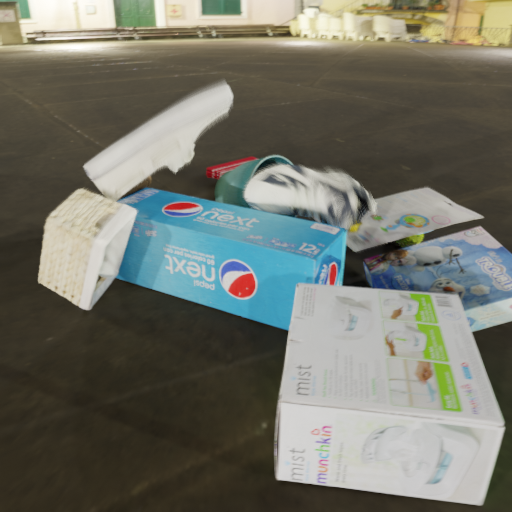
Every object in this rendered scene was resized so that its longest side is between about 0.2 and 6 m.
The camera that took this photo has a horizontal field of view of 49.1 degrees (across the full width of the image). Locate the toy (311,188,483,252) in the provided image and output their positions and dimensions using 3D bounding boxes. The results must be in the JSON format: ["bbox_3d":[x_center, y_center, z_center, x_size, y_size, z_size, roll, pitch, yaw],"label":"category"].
[{"bbox_3d":[2.689,-0.566,11.005,2.937,0.693,1.691,-11,31,-22],"label":"toy"}]

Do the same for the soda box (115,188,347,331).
[{"bbox_3d":[-0.610,-0.031,9.177,3.931,1.333,1.261,14,30,26],"label":"soda box"}]

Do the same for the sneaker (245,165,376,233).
[{"bbox_3d":[1.066,-0.972,9.814,2.285,0.912,1.487,5,18,-25],"label":"sneaker"}]

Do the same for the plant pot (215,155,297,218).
[{"bbox_3d":[-0.056,-1.298,11.775,1.513,1.513,1.422,-23,19,-39],"label":"plant pot"}]

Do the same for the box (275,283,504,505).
[{"bbox_3d":[1.391,1.396,6.501,2.137,1.171,2.421,3,27,6],"label":"box"}]

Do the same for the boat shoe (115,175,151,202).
[{"bbox_3d":[-2.621,-1.435,10.646,0.866,0.921,2.418,-37,5,-16],"label":"boat shoe"}]

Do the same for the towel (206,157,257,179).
[{"bbox_3d":[0.205,-2.013,14.357,2.592,0.291,1.874,24,33,36],"label":"towel"}]

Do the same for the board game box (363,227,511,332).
[{"bbox_3d":[2.981,0.414,8.735,2.106,0.459,2.116,-15,27,1],"label":"board game box"}]

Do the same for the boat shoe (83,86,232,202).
[{"bbox_3d":[-1.431,-1.759,8.950,2.633,0.865,0.947,-32,20,-1],"label":"boat shoe"}]

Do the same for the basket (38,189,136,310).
[{"bbox_3d":[-2.651,-0.127,8.693,0.963,1.562,1.059,27,39,-1],"label":"basket"}]
